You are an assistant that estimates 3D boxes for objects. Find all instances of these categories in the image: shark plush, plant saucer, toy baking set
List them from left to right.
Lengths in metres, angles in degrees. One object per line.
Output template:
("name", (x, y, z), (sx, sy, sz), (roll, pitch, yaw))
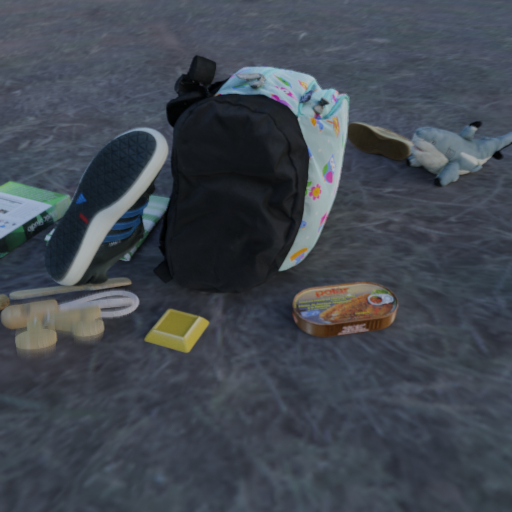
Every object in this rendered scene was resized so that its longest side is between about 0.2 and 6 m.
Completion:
("toy baking set", (-3.071, 0.877, 7.849), (2.504, 0.380, 3.263), (-1, 12, 6))
("plant saucer", (-1.168, 1.049, 8.234), (0.729, 0.177, 0.729), (12, 36, 18))
("shark plush", (4.787, -2.423, 12.527), (2.901, 1.208, 1.318), (-5, 34, -7))

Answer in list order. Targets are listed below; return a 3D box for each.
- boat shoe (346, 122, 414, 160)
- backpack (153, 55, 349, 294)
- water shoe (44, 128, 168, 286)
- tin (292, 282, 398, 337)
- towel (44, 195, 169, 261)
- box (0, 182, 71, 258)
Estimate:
("boat shoe", (3.034, -2.821, 13.747), (1.768, 0.630, 0.570), (31, 37, 27))
("backpack", (0.124, -1.587, 9.762), (2.727, 3.595, 4.308), (20, 32, 5))
("water shoe", (-2.084, -0.700, 8.322), (0.971, 2.717, 1.072), (49, 17, 26))
("tin", (1.341, 0.800, 8.499), (1.611, 0.337, 0.902), (-6, 38, -9))
("towel", (-2.755, -0.659, 10.735), (1.693, 0.260, 2.220), (9, 32, 8))
("box", (-4.861, -0.693, 10.684), (1.587, 0.399, 2.198), (14, 37, 20))
